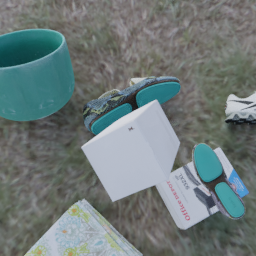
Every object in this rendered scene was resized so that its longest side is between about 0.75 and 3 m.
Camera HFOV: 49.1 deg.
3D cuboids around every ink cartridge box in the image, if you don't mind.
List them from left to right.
[{"bbox_3d":[1.725,1.453,6.758,1.741,0.729,1.263,-26,74,-8],"label":"ink cartridge box"}]

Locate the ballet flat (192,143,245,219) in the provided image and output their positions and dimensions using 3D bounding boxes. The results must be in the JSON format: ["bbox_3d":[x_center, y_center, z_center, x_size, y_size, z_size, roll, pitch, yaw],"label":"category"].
[{"bbox_3d":[1.389,0.855,4.508,0.459,0.459,1.277,-25,75,-8],"label":"ballet flat"}]

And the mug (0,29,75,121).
[{"bbox_3d":[-2.633,-1.301,7.032,2.710,1.676,2.227,26,50,35],"label":"mug"}]

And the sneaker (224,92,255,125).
[{"bbox_3d":[3.619,-0.537,7.381,2.050,0.760,0.907,6,75,1],"label":"sneaker"}]

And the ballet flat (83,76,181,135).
[{"bbox_3d":[0.037,-0.839,7.439,2.762,1.025,1.025,-25,74,-11],"label":"ballet flat"}]

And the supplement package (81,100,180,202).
[{"bbox_3d":[0.157,0.303,4.954,1.037,1.732,1.050,-27,95,21],"label":"supplement package"}]

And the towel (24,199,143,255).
[{"bbox_3d":[-1.156,3.154,6.325,2.089,0.588,2.441,41,77,15],"label":"towel"}]
